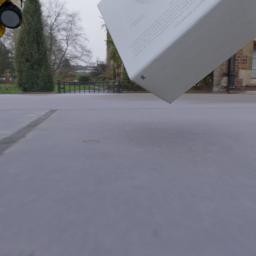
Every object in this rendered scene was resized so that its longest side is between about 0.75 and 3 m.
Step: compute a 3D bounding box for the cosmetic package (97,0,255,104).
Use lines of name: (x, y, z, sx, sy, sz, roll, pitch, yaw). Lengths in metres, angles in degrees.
cosmetic package: (1.119, -2.658, 6.548, 2.840, 2.849, 1.751, -38, -38, 25)

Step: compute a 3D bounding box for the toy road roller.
toy road roller: (-3.393, -2.812, 6.499, 1.798, 1.105, 1.313, -30, -40, 16)
